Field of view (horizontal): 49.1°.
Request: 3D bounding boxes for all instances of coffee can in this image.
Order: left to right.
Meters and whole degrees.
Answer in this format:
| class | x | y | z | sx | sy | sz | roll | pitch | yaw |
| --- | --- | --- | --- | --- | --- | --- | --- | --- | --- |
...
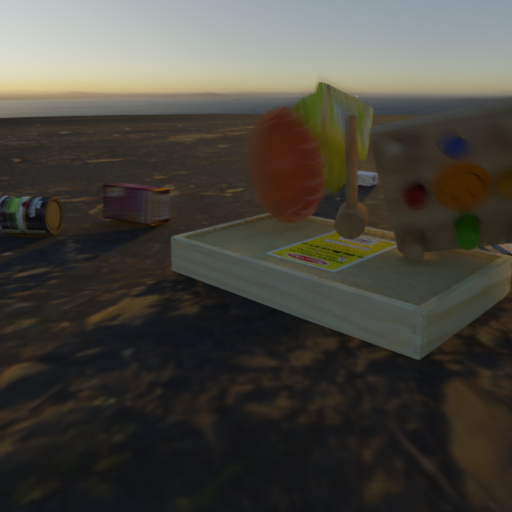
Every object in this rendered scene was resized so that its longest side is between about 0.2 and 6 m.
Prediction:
| class | x | y | z | sx | sy | sz | roll | pitch | yaw |
| --- | --- | --- | --- | --- | --- | --- | --- | --- | --- |
| coffee can | -4.213 | -0.756 | 10.441 | 0.952 | 0.697 | 0.697 | 2 | 18 | 7 |

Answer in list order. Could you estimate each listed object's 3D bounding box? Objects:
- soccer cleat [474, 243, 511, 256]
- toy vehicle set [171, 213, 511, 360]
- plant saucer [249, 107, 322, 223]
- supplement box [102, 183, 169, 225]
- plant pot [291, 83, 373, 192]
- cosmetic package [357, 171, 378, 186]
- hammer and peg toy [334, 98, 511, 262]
| class | x | y | z | sx | sy | sz | roll | pitch | yaw |
| --- | --- | --- | --- | --- | --- | --- | --- | --- | --- |
| soccer cleat | 3.327 | -0.470 | 9.266 | 2.000 | 0.863 | 0.699 | 7 | 19 | 24 |
| toy vehicle set | 1.064 | 0.118 | 7.902 | 4.119 | 0.546 | 2.559 | 16 | 24 | 41 |
| plant saucer | 0.461 | -1.409 | 8.824 | 0.290 | 1.800 | 1.800 | -4 | 12 | 38 |
| supplement box | -2.414 | -1.053 | 11.223 | 1.274 | 0.703 | 0.546 | 10 | 13 | 24 |
| plant pot | 1.470 | -2.479 | 11.355 | 1.534 | 1.526 | 1.392 | 23 | -30 | -15 |
| cosmetic package | 2.865 | -2.158 | 15.511 | 0.891 | 0.318 | 0.452 | 16 | 23 | 41 |
| hammer and peg toy | 2.103 | -0.866 | 6.932 | 2.630 | 1.935 | 0.927 | -6 | 34 | 24 |
